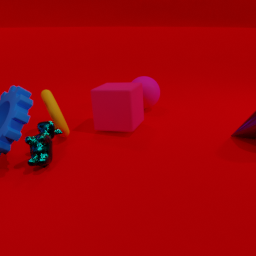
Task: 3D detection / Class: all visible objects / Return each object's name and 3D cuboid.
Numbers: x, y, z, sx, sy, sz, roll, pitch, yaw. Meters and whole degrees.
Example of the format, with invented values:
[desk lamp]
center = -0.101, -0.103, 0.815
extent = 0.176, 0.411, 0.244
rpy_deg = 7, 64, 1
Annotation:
[gear]
center = -2.800, -0.159, 6.383
extent = 0.308, 1.667, 1.667
rpy_deg = 31, -2, -41
[cow figurine]
center = -2.009, 0.385, 6.762
extent = 0.621, 1.132, 1.114
rpy_deg = -6, -3, 9
[ball]
center = 0.592, -1.321, 10.461
extent = 1.197, 1.197, 1.197
rpy_deg = 0, 22, 0
[cube]
center = -0.286, -0.685, 8.727
extent = 1.261, 1.261, 1.261
rpy_deg = 2, 19, 18
[cone]
center = 3.567, 0.010, 7.918
extent = 1.377, 1.372, 1.372
rpy_deg = -24, 7, 33
[ring]
center = -2.089, -0.408, 8.049
extent = 0.293, 1.466, 1.466
rpy_deg = -26, 29, -13
